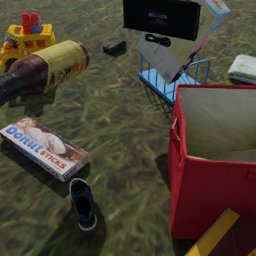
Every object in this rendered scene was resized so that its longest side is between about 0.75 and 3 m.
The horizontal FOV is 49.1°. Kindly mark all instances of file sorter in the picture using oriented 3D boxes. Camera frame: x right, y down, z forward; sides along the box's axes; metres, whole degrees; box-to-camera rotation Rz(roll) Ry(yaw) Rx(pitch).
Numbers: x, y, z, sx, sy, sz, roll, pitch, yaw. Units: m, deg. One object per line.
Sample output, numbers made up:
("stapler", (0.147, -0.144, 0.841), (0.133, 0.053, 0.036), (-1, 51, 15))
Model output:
("file sorter", (1.514, -2.000, 9.388), (1.440, 1.273, 2.076), (-19, 43, -22))

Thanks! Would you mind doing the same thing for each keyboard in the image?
("keyboard", (0.340, -1.159, 3.064), (0.882, 0.529, 0.113), (20, 45, 24))

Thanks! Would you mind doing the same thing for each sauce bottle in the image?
("sauce bottle", (-1.862, -1.172, 5.934), (0.853, 0.853, 2.583), (22, 40, 23))

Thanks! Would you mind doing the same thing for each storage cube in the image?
("storage cube", (2.000, 0.687, 5.429), (2.527, 2.272, 2.160), (3, 40, 2))

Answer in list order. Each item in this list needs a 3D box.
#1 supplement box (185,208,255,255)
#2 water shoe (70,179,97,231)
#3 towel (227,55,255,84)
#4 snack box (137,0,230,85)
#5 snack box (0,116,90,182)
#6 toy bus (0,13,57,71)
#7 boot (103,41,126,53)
("supplement box", (1.568, 2.657, 3.793), (2.000, 1.346, 2.027), (-32, 50, -32))
("water shoe", (-0.928, 1.467, 5.855), (0.468, 0.516, 1.308), (-14, 42, -16))
("towel", (4.628, -2.097, 10.171), (1.676, 0.404, 1.435), (20, 43, 22))
("snack box", (1.167, -2.339, 6.816), (0.472, 2.545, 1.479), (-32, 79, -27))
("snack box", (-2.188, 0.457, 7.215), (2.472, 0.301, 0.889), (26, 47, 28))
("toy bus", (-3.654, -3.112, 10.114), (2.146, 2.060, 1.456), (-6, 42, -5))
("boot", (-0.580, -3.530, 11.943), (0.647, 0.343, 0.983), (24, 41, 33))
